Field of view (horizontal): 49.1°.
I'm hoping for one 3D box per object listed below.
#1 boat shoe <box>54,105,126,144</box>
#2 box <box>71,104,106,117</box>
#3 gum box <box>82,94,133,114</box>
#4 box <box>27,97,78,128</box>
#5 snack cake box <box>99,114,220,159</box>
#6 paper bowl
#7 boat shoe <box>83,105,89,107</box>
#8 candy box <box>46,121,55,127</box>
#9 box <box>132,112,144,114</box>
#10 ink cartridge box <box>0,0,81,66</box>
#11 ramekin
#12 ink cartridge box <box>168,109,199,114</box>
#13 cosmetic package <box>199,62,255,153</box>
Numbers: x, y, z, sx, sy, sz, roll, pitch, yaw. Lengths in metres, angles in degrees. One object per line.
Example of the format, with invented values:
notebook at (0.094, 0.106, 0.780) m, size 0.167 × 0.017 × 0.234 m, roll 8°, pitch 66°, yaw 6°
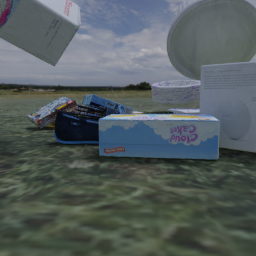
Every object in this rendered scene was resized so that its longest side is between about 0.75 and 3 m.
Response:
boat shoe at (-0.447, -0.090, 6.392) m, size 2.395 × 0.822 × 1.008 m, roll -2°, pitch 8°, yaw -18°
box at (-1.487, -0.588, 10.504) m, size 1.705 × 0.427 × 1.718 m, roll 11°, pitch 3°, yaw -23°
gum box at (-0.916, -0.902, 11.753) m, size 1.739 × 0.456 × 2.046 m, roll 19°, pitch -2°, yaw -18°
box at (-2.419, -0.531, 9.006) m, size 1.381 × 0.275 × 0.945 m, roll -33°, pitch 31°, yaw -25°
snack cake box at (0.579, 0.111, 5.325) m, size 2.067 × 0.695 × 1.189 m, roll 1°, pitch 6°, yaw 8°
paper bowl at (2.809, -1.806, 15.832) m, size 2.904 × 1.510 × 2.904 m, roll -5°, pitch 15°, yaw 1°
boat shoe at (-1.750, -0.924, 13.006) m, size 0.694 × 0.801 × 1.878 m, roll 2°, pitch 8°, yaw 18°
candy box at (-2.120, -0.227, 9.248) m, size 1.301 × 0.360 × 0.751 m, roll 6°, pitch 12°, yaw 37°
box at (0.171, -0.581, 12.526) m, size 0.785 × 0.274 × 1.319 m, roll -2°, pitch 5°, yaw -13°
ink cartridge box at (-2.485, -2.753, 6.136) m, size 2.702 × 1.144 × 1.953 m, roll 25°, pitch 27°, yaw -24°
ramekin at (2.511, -2.907, 8.586) m, size 2.768 × 2.768 × 1.289 m, roll 0°, pitch 46°, yaw -1°
ink cartridge box at (2.958, -0.525, 11.261) m, size 2.201 × 0.517 × 2.176 m, roll 1°, pitch 6°, yaw -7°
cosmetic package at (2.449, -0.451, 5.753) m, size 1.695 × 1.700 × 1.045 m, roll 8°, pitch 11°, yaw 44°
